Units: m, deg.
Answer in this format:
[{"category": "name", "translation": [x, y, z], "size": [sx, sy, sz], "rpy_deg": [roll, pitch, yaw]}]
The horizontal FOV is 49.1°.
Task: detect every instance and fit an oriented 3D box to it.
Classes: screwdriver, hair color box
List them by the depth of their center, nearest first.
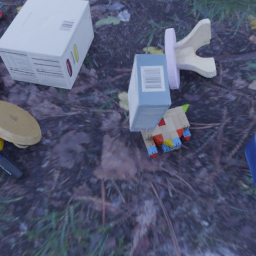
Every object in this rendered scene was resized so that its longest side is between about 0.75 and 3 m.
[{"category": "hair color box", "translation": [0.423, -0.711, 6.681], "size": [0.687, 2.266, 1.122], "rpy_deg": [-2, 76, -5]}, {"category": "screwdriver", "translation": [-3.706, 0.493, 7.279], "size": [2.453, 0.357, 0.342], "rpy_deg": [42, 71, -9]}]

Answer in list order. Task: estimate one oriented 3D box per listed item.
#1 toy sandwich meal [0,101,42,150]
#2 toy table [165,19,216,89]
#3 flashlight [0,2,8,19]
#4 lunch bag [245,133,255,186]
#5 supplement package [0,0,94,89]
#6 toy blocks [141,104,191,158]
[{"category": "toy sandwich meal", "translation": [-3.349, -0.060, 7.721], "size": [1.987, 1.987, 0.681], "rpy_deg": [47, 109, 25]}, {"category": "toy table", "translation": [1.954, -2.290, 8.824], "size": [1.359, 2.133, 2.321], "rpy_deg": [-7, 63, 15]}, {"category": "flashlight", "translation": [-5.465, -4.067, 10.632], "size": [0.674, 0.677, 1.992], "rpy_deg": [15, 58, 25]}, {"category": "lunch bag", "translation": [4.443, 0.607, 7.024], "size": [2.434, 1.610, 1.653], "rpy_deg": [-5, 57, -2]}, {"category": "supplement package", "translation": [-2.575, -2.917, 9.367], "size": [2.111, 1.503, 2.711], "rpy_deg": [10, 59, 7]}, {"category": "toy blocks", "translation": [1.090, 0.129, 7.924], "size": [1.718, 0.859, 1.175], "rpy_deg": [-15, 70, -9]}]
